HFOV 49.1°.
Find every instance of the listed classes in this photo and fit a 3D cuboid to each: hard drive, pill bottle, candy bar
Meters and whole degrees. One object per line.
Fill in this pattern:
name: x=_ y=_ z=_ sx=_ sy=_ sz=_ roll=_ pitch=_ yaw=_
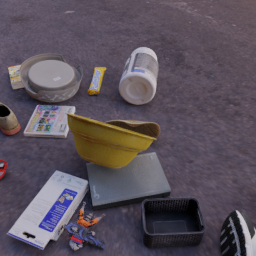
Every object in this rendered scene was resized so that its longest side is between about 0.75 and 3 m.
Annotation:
hard drive: x=-0.054 y=1.676 z=9.130 sx=2.451 sy=0.403 sz=1.710 roll=-9 pitch=42 yaw=-10
pill bottle: x=0.585 y=-2.520 z=13.016 sx=1.618 sy=1.618 sz=2.844 roll=6 pitch=42 yaw=7
candy bar: x=-1.535 y=-2.363 z=13.872 sx=0.610 sy=0.271 sz=2.448 roll=2 pitch=40 yaw=3

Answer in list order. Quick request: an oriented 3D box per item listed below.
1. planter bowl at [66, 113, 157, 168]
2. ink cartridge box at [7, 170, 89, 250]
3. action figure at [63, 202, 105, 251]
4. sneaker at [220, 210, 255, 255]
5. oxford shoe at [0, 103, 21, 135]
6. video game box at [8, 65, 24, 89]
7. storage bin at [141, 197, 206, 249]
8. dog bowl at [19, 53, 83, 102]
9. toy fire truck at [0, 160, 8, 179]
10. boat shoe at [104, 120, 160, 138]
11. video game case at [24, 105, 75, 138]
planter bowl: x=-0.694 y=0.497 z=8.807 sx=2.960 sy=1.233 sz=2.960 roll=17 pitch=0 yaw=0
ink cartridge box: x=-2.253 y=2.393 z=8.267 sx=1.210 sy=0.477 sz=2.434 roll=16 pitch=42 yaw=17
action figure: x=-1.140 y=2.871 z=7.795 sx=1.267 sy=0.663 sz=1.226 roll=37 pitch=54 yaw=-2
sneaker: x=3.188 y=3.442 z=6.809 sx=1.199 sy=1.105 sz=2.998 roll=9 pitch=44 yaw=-13
oxford shoe: x=-5.264 y=-0.752 z=11.476 sx=2.596 sy=0.971 sz=0.914 roll=31 pitch=50 yaw=31
video game box: x=-4.992 y=-2.713 z=14.153 sx=1.854 sy=0.434 sz=1.689 roll=-16 pitch=41 yaw=-18
storage bin: x=1.207 y=2.624 z=7.783 sx=1.622 sy=0.761 sz=1.097 roll=-2 pitch=41 yaw=-2
dog bowl: x=-3.547 y=-2.325 z=13.078 sx=2.857 sy=0.838 sz=2.857 roll=5 pitch=48 yaw=-6
toy fire truck: x=-4.874 y=1.589 z=8.796 sx=0.461 sy=1.334 sz=1.891 roll=19 pitch=3 yaw=40
boat shoe: x=0.086 y=0.100 z=10.784 sx=2.283 sy=0.814 sz=0.736 roll=3 pitch=6 yaw=5
video game case: x=-3.182 y=-0.306 z=11.551 sx=1.673 sy=0.218 sz=1.838 roll=2 pitch=42 yaw=3
